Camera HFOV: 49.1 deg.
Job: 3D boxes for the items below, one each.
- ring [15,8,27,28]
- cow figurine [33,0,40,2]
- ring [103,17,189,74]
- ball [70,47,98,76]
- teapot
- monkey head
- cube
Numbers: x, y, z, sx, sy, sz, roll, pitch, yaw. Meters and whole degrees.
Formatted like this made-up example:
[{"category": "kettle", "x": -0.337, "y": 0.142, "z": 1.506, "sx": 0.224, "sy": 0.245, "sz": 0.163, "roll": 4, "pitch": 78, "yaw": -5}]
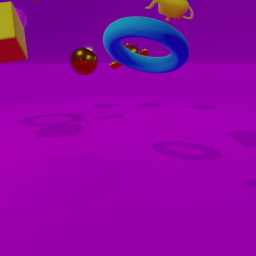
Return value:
[{"category": "ring", "x": -3.752, "y": -2.735, "z": 8.005, "sx": 1.936, "sy": 0.387, "sz": 1.936, "roll": -15, "pitch": 48, "yaw": 18}, {"category": "cow figurine", "x": -2.472, "y": -4.000, "z": 7.620, "sx": 1.020, "sy": 1.036, "sz": 0.569, "roll": -19, "pitch": 12, "yaw": -32}, {"category": "ring", "x": 0.328, "y": -1.481, "z": 5.211, "sx": 1.616, "sy": 0.323, "sz": 1.616, "roll": 13, "pitch": -13, "yaw": 3}, {"category": "ball", "x": -1.750, "y": -2.660, "z": 11.177, "sx": 1.120, "sy": 1.120, "sz": 1.120, "roll": 0, "pitch": 14, "yaw": 0}, {"category": "teapot", "x": 1.479, "y": -4.204, "z": 9.816, "sx": 1.715, "sy": 0.840, "sz": 1.066, "roll": 17, "pitch": 28, "yaw": -1}, {"category": "monkey head", "x": 0.045, "y": -2.752, "z": 11.201, "sx": 1.610, "sy": 1.158, "sz": 0.970, "roll": -21, "pitch": 43, "yaw": 5}, {"category": "cube", "x": -3.076, "y": -2.230, "z": 6.704, "sx": 0.982, "sy": 0.982, "sz": 0.982, "roll": -11, "pitch": -16, "yaw": -7}]
